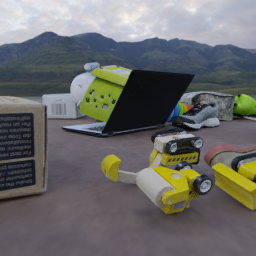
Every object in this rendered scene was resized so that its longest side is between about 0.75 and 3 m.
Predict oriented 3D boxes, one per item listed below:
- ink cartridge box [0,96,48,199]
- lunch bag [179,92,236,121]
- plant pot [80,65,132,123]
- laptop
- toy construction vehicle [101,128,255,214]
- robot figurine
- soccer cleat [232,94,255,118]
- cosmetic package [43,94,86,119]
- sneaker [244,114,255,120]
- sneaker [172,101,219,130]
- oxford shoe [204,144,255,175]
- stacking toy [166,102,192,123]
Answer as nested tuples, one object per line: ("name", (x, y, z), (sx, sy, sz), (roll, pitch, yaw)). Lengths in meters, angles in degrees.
("ink cartridge box", (-2.607, 0.130, 3.751), (2.406, 1.097, 2.921), (-3, 8, -29))
("lunch bag", (2.964, -0.915, 11.156), (1.932, 1.136, 1.584), (6, 6, -13))
("plant pot", (-0.304, -0.999, 8.189), (1.549, 1.413, 1.557), (21, 22, 18))
("laptop", (-0.017, -0.719, 8.033), (2.836, 1.644, 2.656), (7, 10, 43))
("toy construction vehicle", (0.721, 0.545, 3.227), (1.684, 0.593, 1.466), (-8, 22, -29))
("robot figurine", (-1.356, -1.584, 11.039), (1.316, 1.976, 2.330), (3, 22, 23))
("soccer cleat", (4.449, -0.828, 12.032), (1.207, 1.005, 2.978), (26, -3, -11))
("cosmetic package", (-2.581, -1.039, 12.589), (1.447, 1.054, 2.847), (1, 9, 6))
("sneaker", (5.287, -0.637, 11.076), (1.307, 0.648, 0.462), (1, 9, 16))
("sneaker", (2.089, -0.401, 8.670), (2.136, 0.847, 0.790), (-9, 14, -44))
("oxford shoe", (1.660, 0.542, 3.794), (1.306, 0.460, 0.489), (2, 38, -22))
("stacking toy", (1.633, -0.524, 9.459), (2.192, 0.936, 0.936), (7, 3, -32))
